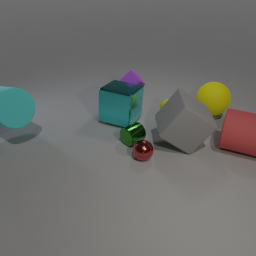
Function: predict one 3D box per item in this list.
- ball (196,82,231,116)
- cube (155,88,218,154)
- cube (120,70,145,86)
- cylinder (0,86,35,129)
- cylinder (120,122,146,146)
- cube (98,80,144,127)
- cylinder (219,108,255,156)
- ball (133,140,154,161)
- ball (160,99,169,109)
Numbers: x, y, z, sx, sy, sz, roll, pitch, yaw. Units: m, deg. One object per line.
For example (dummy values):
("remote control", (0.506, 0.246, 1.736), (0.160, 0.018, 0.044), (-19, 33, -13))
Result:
("ball", (3.560, -1.221, 11.710), (1.400, 1.400, 1.400), (0, 30, 0))
("cube", (1.951, -0.237, 9.683), (1.400, 1.400, 1.400), (29, 29, -19))
("cube", (0.216, -2.032, 12.398), (0.700, 0.700, 0.700), (55, 16, 16))
("cylinder", (-4.245, -0.743, 9.888), (1.400, 1.400, 1.400), (11, 30, 43))
("cylinder", (0.176, 0.223, 10.181), (0.700, 0.700, 0.700), (-25, 39, -36))
("cube", (-0.278, -1.024, 11.461), (1.400, 1.400, 1.400), (14, 29, 19))
("cylinder", (3.954, 0.146, 9.537), (1.400, 1.400, 1.400), (14, 33, 20))
("ball", (0.504, 0.736, 9.334), (0.700, 0.700, 0.700), (0, 30, 0))
("ball", (1.721, -0.885, 12.044), (0.700, 0.700, 0.700), (0, 30, 0))
